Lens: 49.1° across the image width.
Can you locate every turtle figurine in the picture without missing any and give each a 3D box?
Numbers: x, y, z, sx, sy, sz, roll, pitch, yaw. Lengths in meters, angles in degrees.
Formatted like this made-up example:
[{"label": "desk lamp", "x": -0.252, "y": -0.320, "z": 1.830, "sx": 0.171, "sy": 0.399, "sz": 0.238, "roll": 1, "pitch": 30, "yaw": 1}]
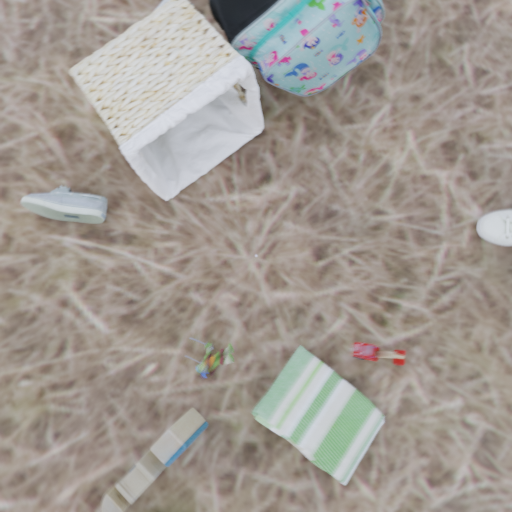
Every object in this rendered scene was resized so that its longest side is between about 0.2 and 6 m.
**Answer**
[{"label": "turtle figurine", "x": -0.801, "y": 1.723, "z": 9.721, "sx": 0.740, "sy": 0.549, "sz": 0.763, "roll": -21, "pitch": 89, "yaw": 11}]

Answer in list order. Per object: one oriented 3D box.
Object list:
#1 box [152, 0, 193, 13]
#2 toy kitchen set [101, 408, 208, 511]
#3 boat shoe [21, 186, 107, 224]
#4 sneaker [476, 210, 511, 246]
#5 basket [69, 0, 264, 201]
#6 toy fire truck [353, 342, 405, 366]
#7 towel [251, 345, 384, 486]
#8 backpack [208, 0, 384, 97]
[{"label": "box", "x": -1.859, "y": -4.611, "z": 11.202, "sx": 0.543, "sy": 0.324, "sz": 1.320, "roll": 37, "pitch": 81, "yaw": 7}, {"label": "toy kitchen set", "x": -1.313, "y": 3.864, "z": 9.253, "sx": 1.560, "sy": 1.147, "sz": 1.947, "roll": 44, "pitch": 102, "yaw": 8}, {"label": "boat shoe", "x": -3.528, "y": -0.989, "z": 10.403, "sx": 1.555, "sy": 0.542, "sz": 0.554, "roll": 9, "pitch": 67, "yaw": -1}, {"label": "sneaker", "x": 5.007, "y": -0.547, "z": 10.147, "sx": 1.835, "sy": 0.777, "sz": 0.668, "roll": 4, "pitch": 80, "yaw": 2}, {"label": "basket", "x": -1.402, "y": -2.653, "z": 9.686, "sx": 2.452, "sy": 2.430, "sz": 1.972, "roll": -35, "pitch": 78, "yaw": -2}, {"label": "toy fire truck", "x": 2.123, "y": 1.686, "z": 9.615, "sx": 0.755, "sy": 1.071, "sz": 0.261, "roll": 3, "pitch": 77, "yaw": 23}, {"label": "towel", "x": 1.085, "y": 2.685, "z": 9.473, "sx": 1.926, "sy": 0.225, "sz": 1.469, "roll": 38, "pitch": 71, "yaw": 4}, {"label": "backpack", "x": 0.920, "y": -4.146, "z": 9.796, "sx": 2.508, "sy": 2.825, "sz": 2.127, "roll": -33, "pitch": 80, "yaw": 25}]
